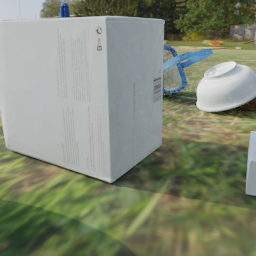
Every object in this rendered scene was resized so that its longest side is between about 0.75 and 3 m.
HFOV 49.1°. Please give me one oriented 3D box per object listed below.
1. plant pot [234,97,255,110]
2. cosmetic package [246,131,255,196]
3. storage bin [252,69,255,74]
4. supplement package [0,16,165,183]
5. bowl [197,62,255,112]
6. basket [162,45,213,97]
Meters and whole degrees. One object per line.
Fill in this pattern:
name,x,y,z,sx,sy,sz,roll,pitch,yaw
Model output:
plant pot,4.220,-1.024,9.256,1.136,1.062,1.062,12,17,-8
cosmetic package,2.511,0.590,4.865,0.805,0.634,1.496,7,19,24
storage bin,5.452,-1.806,10.266,2.176,1.027,2.192,5,4,-3
supplement package,-0.946,-0.807,5.770,2.803,2.680,2.061,11,22,30
bowl,3.171,-1.509,9.230,2.198,0.988,2.198,-24,22,10
basket,1.657,-2.346,10.973,2.826,1.966,2.492,-25,-2,44
